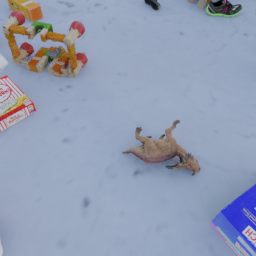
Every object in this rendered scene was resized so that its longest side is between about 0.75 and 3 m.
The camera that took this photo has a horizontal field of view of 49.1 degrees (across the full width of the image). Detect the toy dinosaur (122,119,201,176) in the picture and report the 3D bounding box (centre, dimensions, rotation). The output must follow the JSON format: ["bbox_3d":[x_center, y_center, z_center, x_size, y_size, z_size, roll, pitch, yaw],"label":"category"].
[{"bbox_3d":[0.767,0.584,6.612,1.824,0.783,1.236,-8,58,1],"label":"toy dinosaur"}]

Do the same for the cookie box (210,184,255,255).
[{"bbox_3d":[3.005,1.900,5.513,2.025,0.761,1.732,-28,57,-20],"label":"cookie box"}]

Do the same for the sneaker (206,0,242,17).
[{"bbox_3d":[3.776,-4.691,10.876,1.381,0.579,0.530,-2,52,-2],"label":"sneaker"}]

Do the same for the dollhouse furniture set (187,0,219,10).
[{"bbox_3d":[3.389,-6.126,11.674,2.159,1.112,2.135,-28,57,-21],"label":"dollhouse furniture set"}]

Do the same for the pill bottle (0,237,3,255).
[{"bbox_3d":[-2.777,2.213,5.342,0.657,0.657,1.173,-19,54,-15],"label":"pill bottle"}]

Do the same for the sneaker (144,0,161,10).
[{"bbox_3d":[1.068,-5.117,11.357,0.388,0.369,0.978,-26,56,-22],"label":"sneaker"}]

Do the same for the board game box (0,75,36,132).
[{"bbox_3d":[-3.523,-0.710,7.842,1.201,0.367,1.585,-36,60,-25],"label":"board game box"}]

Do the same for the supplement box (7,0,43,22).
[{"bbox_3d":[-4.067,-4.759,10.958,1.633,0.543,0.562,34,59,23],"label":"supplement box"}]

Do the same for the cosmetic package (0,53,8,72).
[{"bbox_3d":[-3.531,-0.627,4.721,1.401,0.984,2.763,-27,21,34],"label":"cosmetic package"}]

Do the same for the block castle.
[{"bbox_3d":[-2.443,-2.591,8.582,2.349,1.570,1.102,13,52,9],"label":"block castle"}]
